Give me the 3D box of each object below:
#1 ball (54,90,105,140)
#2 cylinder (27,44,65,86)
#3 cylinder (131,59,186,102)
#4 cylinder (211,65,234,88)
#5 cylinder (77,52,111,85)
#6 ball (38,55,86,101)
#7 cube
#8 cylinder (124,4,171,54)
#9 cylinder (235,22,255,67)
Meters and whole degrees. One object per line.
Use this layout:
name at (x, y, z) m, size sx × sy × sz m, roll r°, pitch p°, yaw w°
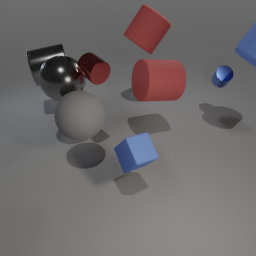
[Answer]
ball at (-1.360, -0.354, 7.914) m, size 1.400 × 1.400 × 1.400 m, roll 0°, pitch 31°, yaw 0°
cylinder at (-3.121, -2.506, 11.155) m, size 1.400 × 1.400 × 1.400 m, roll -15°, pitch 33°, yaw -9°
cylinder at (1.024, -1.621, 9.579) m, size 1.400 × 1.400 × 1.400 m, roll -4°, pitch 30°, yaw -24°
cylinder at (3.832, -2.078, 11.389) m, size 0.700 × 0.700 × 0.700 m, roll 1°, pitch -13°, yaw 2°
cylinder at (-0.972, -1.688, 7.946) m, size 0.700 × 0.700 × 0.700 m, roll -23°, pitch 47°, yaw -33°
ball at (-1.991, -1.500, 8.526) m, size 1.400 × 1.400 × 1.400 m, roll 0°, pitch 31°, yaw 0°
cube at (0.195, 0.620, 6.991) m, size 0.700 × 0.700 × 0.700 m, roll -14°, pitch 73°, yaw -35°
cylinder at (0.771, -3.940, 11.255) m, size 1.400 × 1.400 × 1.400 m, roll 33°, pitch 15°, yaw -10°
cylinder at (4.421, -2.702, 8.905) m, size 1.400 × 1.400 × 1.400 m, roll 32°, pitch 17°, yaw -11°
